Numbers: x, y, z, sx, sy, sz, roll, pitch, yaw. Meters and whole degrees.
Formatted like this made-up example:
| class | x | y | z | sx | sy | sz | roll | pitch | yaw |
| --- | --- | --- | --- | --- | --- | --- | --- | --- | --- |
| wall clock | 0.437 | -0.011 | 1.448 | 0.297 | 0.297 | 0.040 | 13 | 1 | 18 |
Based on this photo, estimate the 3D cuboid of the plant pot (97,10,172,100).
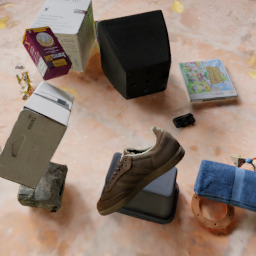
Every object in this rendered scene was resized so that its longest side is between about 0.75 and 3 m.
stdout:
| class | x | y | z | sx | sy | sz | roll | pitch | yaw |
| --- | --- | --- | --- | --- | --- | --- | --- | --- | --- |
| plant pot | 0.435 | -2.851 | 11.791 | 2.765 | 2.772 | 2.459 | -15 | 60 | -10 |

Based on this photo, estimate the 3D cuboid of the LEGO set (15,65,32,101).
| class | x | y | z | sx | sy | sz | roll | pitch | yaw |
| --- | --- | --- | --- | --- | --- | --- | --- | --- | --- |
| LEGO set | -4.718 | -1.932 | 12.442 | 0.605 | 0.748 | 1.626 | -10 | 84 | 12 |

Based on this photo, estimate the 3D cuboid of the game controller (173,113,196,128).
| class | x | y | z | sx | sy | sz | roll | pitch | yaw |
| --- | --- | --- | --- | --- | --- | --- | --- | --- | --- |
| game controller | 2.326 | -0.304 | 11.580 | 0.932 | 0.196 | 0.486 | -19 | 72 | -12 |

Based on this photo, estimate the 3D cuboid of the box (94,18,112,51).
| class | x | y | z | sx | sy | sz | roll | pitch | yaw |
| --- | --- | --- | --- | --- | --- | --- | --- | --- | --- |
| box | -0.417 | -4.191 | 13.497 | 2.014 | 1.276 | 2.091 | -13 | 53 | -8 |

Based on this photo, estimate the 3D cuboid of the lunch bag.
| class | x | y | z | sx | sy | sz | roll | pitch | yaw |
| --- | --- | --- | --- | --- | --- | --- | --- | --- | --- |
| lunch bag | -2.800 | 1.921 | 9.441 | 1.357 | 1.128 | 1.618 | 5 | 58 | 1 |

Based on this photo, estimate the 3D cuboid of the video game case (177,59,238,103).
| class | x | y | z | sx | sy | sz | roll | pitch | yaw |
| --- | --- | --- | --- | --- | --- | --- | --- | --- | --- |
| video game case | 3.567 | -2.201 | 12.799 | 2.154 | 0.261 | 2.367 | -6 | 56 | -4 |

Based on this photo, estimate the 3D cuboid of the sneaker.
| class | x | y | z | sx | sy | sz | roll | pitch | yaw |
| --- | --- | --- | --- | --- | --- | --- | --- | --- | --- |
| sneaker | 0.082 | 1.125 | 7.491 | 2.941 | 1.036 | 1.111 | -40 | 93 | 13 |

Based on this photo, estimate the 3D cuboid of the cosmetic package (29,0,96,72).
| class | x | y | z | sx | sy | sz | roll | pitch | yaw |
| --- | --- | --- | --- | --- | --- | --- | --- | --- | --- |
| cosmetic package | -2.903 | -4.398 | 13.127 | 2.188 | 2.190 | 2.654 | 7 | 56 | 5 |

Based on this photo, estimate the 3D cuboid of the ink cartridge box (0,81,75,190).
| class | x | y | z | sx | sy | sz | roll | pitch | yaw |
| --- | --- | --- | --- | --- | --- | --- | --- | --- | --- |
| ink cartridge box | -2.524 | 0.056 | 7.972 | 1.183 | 2.031 | 2.809 | 25 | 17 | -15 |

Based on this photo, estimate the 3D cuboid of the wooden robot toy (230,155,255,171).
| class | x | y | z | sx | sy | sz | roll | pitch | yaw |
| --- | --- | --- | --- | --- | --- | --- | --- | --- | --- |
| wooden robot toy | 4.945 | 1.790 | 9.823 | 2.852 | 1.256 | 1.294 | 10 | 92 | 8 |

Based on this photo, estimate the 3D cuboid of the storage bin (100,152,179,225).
| class | x | y | z | sx | sy | sz | roll | pitch | yaw |
| --- | --- | --- | --- | --- | --- | --- | --- | --- | --- |
| storage bin | 0.467 | 1.750 | 9.187 | 2.639 | 1.772 | 1.921 | 14 | 57 | 8 |

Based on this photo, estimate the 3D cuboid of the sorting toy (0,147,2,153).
| class | x | y | z | sx | sy | sz | roll | pitch | yaw |
| --- | --- | --- | --- | --- | --- | --- | --- | --- | --- |
| sorting toy | -5.522 | 0.793 | 10.745 | 1.090 | 0.264 | 1.936 | -25 | 59 | -16 |

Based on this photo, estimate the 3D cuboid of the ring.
| class | x | y | z | sx | sy | sz | roll | pitch | yaw |
| --- | --- | --- | --- | --- | --- | --- | --- | --- | --- |
| ring | 2.861 | 2.687 | 9.512 | 1.459 | 0.140 | 1.459 | 0 | 55 | 0 |

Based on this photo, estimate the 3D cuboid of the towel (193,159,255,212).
| class | x | y | z | sx | sy | sz | roll | pitch | yaw |
| --- | --- | --- | --- | --- | --- | --- | --- | --- | --- |
| towel | 3.464 | 1.913 | 9.364 | 2.328 | 0.565 | 1.300 | 14 | 82 | 13 |

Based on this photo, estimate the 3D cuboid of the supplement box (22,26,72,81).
| class | x | y | z | sx | sy | sz | roll | pitch | yaw |
| --- | --- | --- | --- | --- | --- | --- | --- | --- | --- |
| supplement box | -2.551 | -2.361 | 8.807 | 0.851 | 0.660 | 1.542 | -26 | 79 | -37 |
